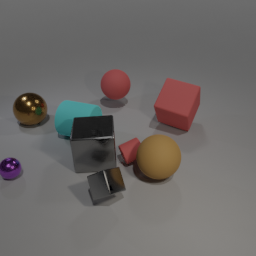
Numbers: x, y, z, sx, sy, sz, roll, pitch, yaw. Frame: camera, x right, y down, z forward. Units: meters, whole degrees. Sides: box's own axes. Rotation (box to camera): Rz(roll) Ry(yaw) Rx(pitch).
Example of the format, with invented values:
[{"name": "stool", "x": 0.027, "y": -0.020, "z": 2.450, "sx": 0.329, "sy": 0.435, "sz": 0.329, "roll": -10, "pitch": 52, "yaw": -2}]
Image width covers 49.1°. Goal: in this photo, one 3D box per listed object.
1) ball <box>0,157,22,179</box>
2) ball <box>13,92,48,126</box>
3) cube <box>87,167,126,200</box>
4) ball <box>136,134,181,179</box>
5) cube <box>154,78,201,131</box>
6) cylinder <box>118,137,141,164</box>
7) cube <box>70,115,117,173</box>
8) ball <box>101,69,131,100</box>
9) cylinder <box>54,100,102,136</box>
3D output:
[{"name": "ball", "x": -3.823, "y": 1.302, "z": 9.074, "sx": 0.700, "sy": 0.700, "sz": 0.700, "roll": 0, "pitch": 31, "yaw": 0}, {"name": "ball", "x": -4.142, "y": -0.805, "z": 11.891, "sx": 1.400, "sy": 1.400, "sz": 1.400, "roll": 0, "pitch": 31, "yaw": 0}, {"name": "cube", "x": -0.607, "y": 1.563, "z": 7.906, "sx": 0.700, "sy": 0.700, "sz": 0.700, "roll": -25, "pitch": -14, "yaw": 35}, {"name": "ball", "x": 0.959, "y": 0.899, "z": 8.775, "sx": 1.400, "sy": 1.400, "sz": 1.400, "roll": 0, "pitch": 31, "yaw": 0}, {"name": "cube", "x": 2.015, "y": -0.935, "z": 11.307, "sx": 1.400, "sy": 1.400, "sz": 1.400, "roll": 20, "pitch": 72, "yaw": 21}, {"name": "cylinder", "x": 0.127, "y": 0.778, "z": 9.624, "sx": 0.700, "sy": 0.700, "sz": 0.700, "roll": -25, "pitch": 36, "yaw": -8}, {"name": "cube", "x": -1.142, "y": 0.526, "z": 9.590, "sx": 1.400, "sy": 1.400, "sz": 1.400, "roll": -4, "pitch": 33, "yaw": -3}, {"name": "ball", "x": -0.579, "y": -2.026, "z": 13.067, "sx": 1.400, "sy": 1.400, "sz": 1.400, "roll": 0, "pitch": 31, "yaw": 0}, {"name": "cylinder", "x": -1.913, "y": -0.302, "z": 10.993, "sx": 1.400, "sy": 1.400, "sz": 1.400, "roll": 11, "pitch": 33, "yaw": 17}]
